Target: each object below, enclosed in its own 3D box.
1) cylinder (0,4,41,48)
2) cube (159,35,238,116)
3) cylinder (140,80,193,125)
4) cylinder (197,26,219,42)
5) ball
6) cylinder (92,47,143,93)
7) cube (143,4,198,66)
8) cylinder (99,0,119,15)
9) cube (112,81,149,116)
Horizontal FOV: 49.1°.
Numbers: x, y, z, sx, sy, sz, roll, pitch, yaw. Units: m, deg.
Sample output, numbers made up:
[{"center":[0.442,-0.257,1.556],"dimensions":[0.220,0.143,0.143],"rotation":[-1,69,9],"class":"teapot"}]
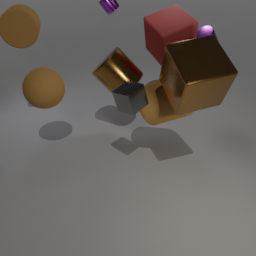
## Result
[{"center":[-4.116,-3.916,10.750],"dimensions":[1.400,1.400,1.400],"rotation":[-7,30,-11],"class":"cylinder"},{"center":[1.803,-1.403,7.565],"dimensions":[1.400,1.400,1.400],"rotation":[-14,61,-10],"class":"cube"},{"center":[1.249,-0.918,9.242],"dimensions":[1.400,1.400,1.400],"rotation":[-17,20,33],"class":"cylinder"},{"center":[3.116,-3.517,11.008],"dimensions":[0.700,0.700,0.700],"rotation":[-18,54,27],"class":"cylinder"},{"center":[-2.843,-1.349,9.491],"dimensions":[1.400,1.400,1.400],"rotation":[0,31,0],"class":"ball"},{"center":[-0.391,-2.066,10.599],"dimensions":[1.400,1.400,1.400],"rotation":[-42,17,16],"class":"cylinder"},{"center":[1.525,-3.321,10.143],"dimensions":[1.400,1.400,1.400],"rotation":[-25,55,-10],"class":"cube"},{"center":[-0.892,-5.907,13.351],"dimensions":[0.700,0.700,0.700],"rotation":[-30,33,22],"class":"cylinder"},{"center":[0.073,-0.895,8.315],"dimensions":[0.700,0.700,0.700],"rotation":[-39,38,-28],"class":"cube"}]
